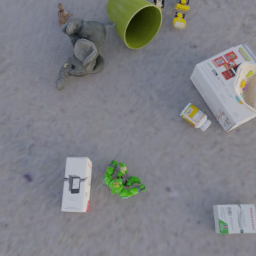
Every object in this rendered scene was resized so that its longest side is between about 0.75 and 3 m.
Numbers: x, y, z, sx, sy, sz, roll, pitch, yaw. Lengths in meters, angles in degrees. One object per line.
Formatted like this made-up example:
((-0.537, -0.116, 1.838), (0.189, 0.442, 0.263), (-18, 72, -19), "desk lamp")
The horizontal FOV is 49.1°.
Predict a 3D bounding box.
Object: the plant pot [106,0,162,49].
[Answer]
((0.042, -4.407, 11.017), (1.798, 1.798, 1.922), (-35, 62, -10), "plant pot")

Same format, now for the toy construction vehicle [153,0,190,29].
((1.759, -4.892, 11.690), (1.550, 0.627, 1.780), (6, 75, -10), "toy construction vehicle")

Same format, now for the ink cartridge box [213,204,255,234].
((3.506, 2.973, 9.170), (1.235, 0.513, 0.905), (0, 72, 0), "ink cartridge box")

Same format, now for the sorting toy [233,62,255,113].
((3.561, -1.333, 8.433), (0.769, 1.295, 1.439), (17, 88, 45), "sorting toy")

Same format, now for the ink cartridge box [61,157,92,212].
((-1.637, 1.866, 9.149), (0.699, 1.217, 1.676), (2, 72, 1), "ink cartridge box")

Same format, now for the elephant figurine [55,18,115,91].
((-1.637, -2.701, 10.592), (1.730, 1.897, 2.445), (1, 82, -40), "elephant figurine")

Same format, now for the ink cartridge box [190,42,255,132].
((3.977, -1.532, 10.295), (2.252, 1.076, 2.565), (-26, 74, -8), "ink cartridge box")

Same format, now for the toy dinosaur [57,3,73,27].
((-2.726, -4.619, 11.658), (0.656, 0.415, 0.967), (16, 87, 14), "toy dinosaur")

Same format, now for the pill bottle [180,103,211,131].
((2.482, -0.375, 10.205), (1.055, 0.586, 0.586), (40, 77, 9), "pill bottle")

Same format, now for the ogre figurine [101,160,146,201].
((-0.207, 1.824, 9.468), (1.512, 0.742, 0.906), (48, 60, -2), "ogre figurine")
